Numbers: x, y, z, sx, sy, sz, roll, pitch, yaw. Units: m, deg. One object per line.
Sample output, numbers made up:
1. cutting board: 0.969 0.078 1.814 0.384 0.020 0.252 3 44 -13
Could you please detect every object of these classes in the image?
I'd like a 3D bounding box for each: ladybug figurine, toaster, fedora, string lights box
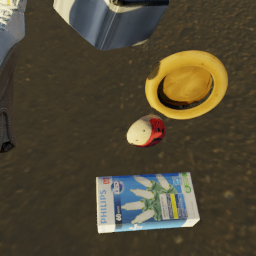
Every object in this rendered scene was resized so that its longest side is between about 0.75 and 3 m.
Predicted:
1. ladybug figurine: 0.430 0.102 5.693 0.399 0.754 1.110 44 24 26
2. toaster: -0.368 -2.398 5.288 1.613 1.059 1.784 45 43 18
3. fedora: 1.086 -0.881 5.382 1.525 1.525 0.622 4 37 2
4. string lights box: 0.308 1.324 5.018 1.709 0.504 0.878 -2 58 -7

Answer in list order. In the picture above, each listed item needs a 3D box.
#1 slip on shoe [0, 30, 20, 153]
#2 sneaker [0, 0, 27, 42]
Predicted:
1. slip on shoe: -1.830 0.025 3.527 0.857 1.076 2.829 28 53 -28
2. sneaker: -3.295 -2.805 7.150 1.060 1.663 2.878 10 38 -13
